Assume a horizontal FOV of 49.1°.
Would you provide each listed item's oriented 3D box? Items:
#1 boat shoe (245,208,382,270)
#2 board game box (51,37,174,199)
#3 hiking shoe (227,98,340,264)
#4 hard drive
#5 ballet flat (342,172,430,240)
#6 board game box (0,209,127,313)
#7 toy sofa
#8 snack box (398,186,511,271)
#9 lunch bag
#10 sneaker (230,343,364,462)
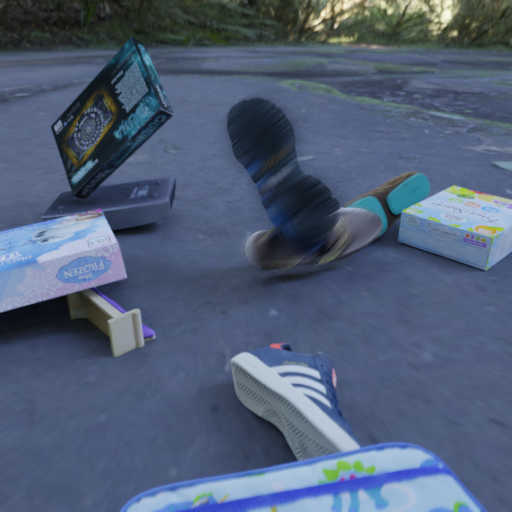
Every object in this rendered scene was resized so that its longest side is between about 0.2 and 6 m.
[{"bbox_3d":[0.995,-0.270,8.597,2.276,0.818,0.677,-11,2,-17],"label":"boat shoe"},{"bbox_3d":[-2.661,-2.416,10.059,0.355,2.523,1.707,10,51,-54],"label":"board game box"},{"bbox_3d":[0.232,-1.100,7.944,0.938,1.093,2.520,-19,64,-15],"label":"hiking shoe"},{"bbox_3d":[-2.680,-0.953,10.577,2.313,0.489,1.560,-8,25,0],"label":"hard drive"},{"bbox_3d":[2.091,-0.837,10.137,2.484,0.842,0.898,-33,13,-29],"label":"ballet flat"},{"bbox_3d":[-3.265,0.074,7.766,2.580,0.560,2.568,-16,20,-16],"label":"board game box"},{"bbox_3d":[-1.881,0.716,7.220,0.630,0.534,1.290,-22,33,-36],"label":"toy sofa"},{"bbox_3d":[3.707,-0.556,9.778,1.633,0.655,1.936,23,35,38],"label":"snack box"},{"bbox_3d":[0.377,2.226,3.443,2.592,1.069,2.084,-4,23,-12],"label":"lunch bag"},{"bbox_3d":[0.592,1.414,5.440,0.877,0.778,2.076,-19,31,-27],"label":"sneaker"}]
